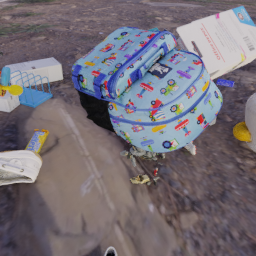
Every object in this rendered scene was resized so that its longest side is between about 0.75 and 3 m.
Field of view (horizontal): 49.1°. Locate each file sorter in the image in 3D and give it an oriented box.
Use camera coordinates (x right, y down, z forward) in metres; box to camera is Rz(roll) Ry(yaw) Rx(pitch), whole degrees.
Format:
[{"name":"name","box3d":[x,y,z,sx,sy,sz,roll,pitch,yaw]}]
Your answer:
[{"name":"file sorter","box3d":[-4.428,-1.769,12.257,1.722,1.056,1.195,16,37,22]}]

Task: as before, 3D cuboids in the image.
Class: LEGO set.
[{"name":"LEGO set","box3d":[0.537,0.831,8.645,1.394,0.608,2.146,-7,34,-12]}]

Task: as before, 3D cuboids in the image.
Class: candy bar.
[{"name":"candy bar","box3d":[-3.152,0.746,9.084,0.583,0.259,2.340,2,35,4]}]

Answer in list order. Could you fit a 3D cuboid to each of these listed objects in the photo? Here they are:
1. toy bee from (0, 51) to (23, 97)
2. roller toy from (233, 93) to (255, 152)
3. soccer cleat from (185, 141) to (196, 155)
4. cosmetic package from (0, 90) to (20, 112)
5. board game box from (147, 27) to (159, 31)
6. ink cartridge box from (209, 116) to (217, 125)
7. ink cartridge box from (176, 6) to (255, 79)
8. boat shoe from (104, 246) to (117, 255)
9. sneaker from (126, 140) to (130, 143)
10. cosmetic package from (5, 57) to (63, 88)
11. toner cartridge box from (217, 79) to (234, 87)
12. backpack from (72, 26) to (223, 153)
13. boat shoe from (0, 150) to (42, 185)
[{"name":"toy bee","box3d":[-3.602,-1.148,7.223,1.393,2.128,1.157,7,77,8]},{"name":"roller toy","box3d":[5.001,-0.100,8.976,2.579,1.802,2.352,-23,30,-23]},{"name":"soccer cleat","box3d":[2.023,0.621,9.284,0.349,0.312,0.900,-5,26,1]},{"name":"cosmetic package","box3d":[-5.028,-1.128,11.656,0.621,0.621,0.753,9,35,12]},{"name":"board game box","box3d":[0.085,-3.515,13.606,2.181,2.888,0.678,-31,87,-38]},{"name":"ink cartridge box","box3d":[2.800,-0.949,10.799,0.314,1.250,1.441,-23,39,-31]},{"name":"ink cartridge box","box3d":[2.688,-2.481,8.561,2.845,0.965,1.638,-25,83,-24]},{"name":"boat shoe","box3d":[-0.376,2.969,5.515,0.457,0.417,1.269,4,33,6]},{"name":"sneaker","box3d":[0.393,0.154,9.907,0.674,0.558,1.414,24,35,-4]},{"name":"cosmetic package","box3d":[-4.632,-2.761,13.935,2.457,0.910,1.249,-20,38,-26]},{"name":"toner cartridge box","box3d":[4.781,-2.213,13.750,0.774,0.167,0.367,16,35,22]},{"name":"backpack","box3d":[0.528,-0.940,6.572,2.722,2.006,2.982,-42,45,-20]},{"name":"boat shoe","box3d":[-3.804,1.215,7.716,2.708,0.959,0.939,-6,45,3]}]
